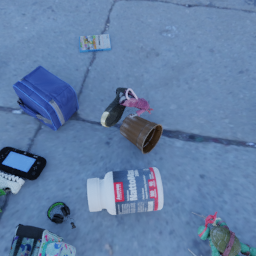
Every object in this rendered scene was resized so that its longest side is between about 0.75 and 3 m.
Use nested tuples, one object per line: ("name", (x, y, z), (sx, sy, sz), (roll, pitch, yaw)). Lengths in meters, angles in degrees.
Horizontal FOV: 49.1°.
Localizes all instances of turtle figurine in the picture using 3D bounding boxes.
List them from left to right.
("turtle figurine", (2.770, 3.478, 8.187), (2.346, 1.181, 1.756), (30, 61, 12))

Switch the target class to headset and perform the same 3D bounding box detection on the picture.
("headset", (-2.119, 2.856, 9.073), (1.085, 0.510, 0.670), (23, 55, 32))

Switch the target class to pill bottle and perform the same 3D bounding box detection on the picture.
("pill bottle", (-0.111, 2.037, 8.957), (2.281, 1.364, 1.364), (-6, 57, -4))

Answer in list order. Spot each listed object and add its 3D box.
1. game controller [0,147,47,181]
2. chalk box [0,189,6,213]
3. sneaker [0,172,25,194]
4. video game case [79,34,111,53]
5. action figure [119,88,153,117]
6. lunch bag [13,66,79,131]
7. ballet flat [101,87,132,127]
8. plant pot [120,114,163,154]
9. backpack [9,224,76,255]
("game controller", (-3.897, 1.248, 10.059), (1.867, 0.393, 0.974), (16, 58, 10))
("chalk box", (-4.787, 2.380, 8.937), (1.641, 1.024, 1.017), (-31, 62, -20))
("sneaker", (-4.340, 1.841, 9.615), (1.465, 0.550, 0.594), (13, 66, 10))
("video game case", (-1.632, -4.186, 13.824), (1.524, 0.136, 1.090), (-6, 57, -4))
("action figure", (0.344, -0.872, 9.287), (1.262, 0.940, 0.845), (23, 58, -15))
("lunch bag", (-3.305, -1.137, 10.885), (2.409, 1.637, 1.594), (33, 62, 20))
("ballet flat", (-0.495, -0.768, 10.310), (0.689, 0.806, 2.425), (14, 36, 13))
("plant pot", (0.443, 0.127, 10.390), (1.224, 1.237, 1.237), (32, 62, 28))
("backpack", (-2.394, 3.909, 7.356), (1.690, 1.992, 2.244), (9, 61, 11))
